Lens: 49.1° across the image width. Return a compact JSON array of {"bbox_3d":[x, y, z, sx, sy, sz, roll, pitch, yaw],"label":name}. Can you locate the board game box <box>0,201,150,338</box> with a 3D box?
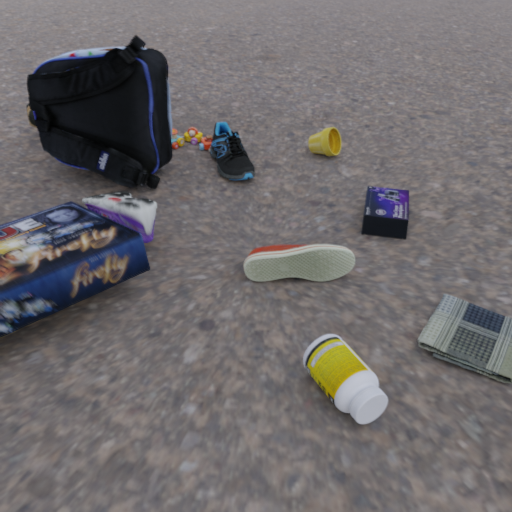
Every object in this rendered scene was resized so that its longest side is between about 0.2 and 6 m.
[{"bbox_3d":[-4.606,0.377,9.763,4.510,0.780,3.055,-27,32,-33],"label":"board game box"}]

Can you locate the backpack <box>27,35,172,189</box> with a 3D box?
[{"bbox_3d":[-3.799,-3.697,14.036,3.346,3.513,2.706,5,23,9],"label":"backpack"}]

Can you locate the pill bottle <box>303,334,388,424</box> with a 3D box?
[{"bbox_3d":[1.307,1.804,8.212,0.731,0.731,1.300,-16,37,-22],"label":"pill bottle"}]

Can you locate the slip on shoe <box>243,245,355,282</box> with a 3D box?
[{"bbox_3d":[0.824,0.064,10.775,2.131,0.789,0.652,-4,30,3],"label":"slip on shoe"}]

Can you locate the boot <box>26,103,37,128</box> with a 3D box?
[{"bbox_3d":[-4.792,-3.975,16.271,3.296,1.276,2.280,-16,43,-20],"label":"boot"}]

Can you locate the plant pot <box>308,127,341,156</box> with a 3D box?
[{"bbox_3d":[1.854,-3.100,15.363,0.714,0.759,0.759,0,28,38],"label":"plant pot"}]

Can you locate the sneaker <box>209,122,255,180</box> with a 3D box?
[{"bbox_3d":[-0.687,-2.711,14.576,0.838,0.938,2.290,-11,37,-23],"label":"sneaker"}]

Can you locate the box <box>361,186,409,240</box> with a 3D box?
[{"bbox_3d":[2.881,-0.979,12.447,0.968,0.541,1.372,5,35,12],"label":"box"}]

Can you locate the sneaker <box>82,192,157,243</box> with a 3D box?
[{"bbox_3d":[-2.947,-0.790,11.890,0.954,0.987,2.366,-13,22,-36],"label":"sneaker"}]

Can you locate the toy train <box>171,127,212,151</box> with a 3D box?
[{"bbox_3d":[-1.913,-3.304,15.881,1.624,0.452,1.220,-8,35,-12],"label":"toy train"}]

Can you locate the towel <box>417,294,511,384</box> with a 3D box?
[{"bbox_3d":[3.622,1.363,9.344,1.551,0.278,1.611,22,38,24],"label":"towel"}]
